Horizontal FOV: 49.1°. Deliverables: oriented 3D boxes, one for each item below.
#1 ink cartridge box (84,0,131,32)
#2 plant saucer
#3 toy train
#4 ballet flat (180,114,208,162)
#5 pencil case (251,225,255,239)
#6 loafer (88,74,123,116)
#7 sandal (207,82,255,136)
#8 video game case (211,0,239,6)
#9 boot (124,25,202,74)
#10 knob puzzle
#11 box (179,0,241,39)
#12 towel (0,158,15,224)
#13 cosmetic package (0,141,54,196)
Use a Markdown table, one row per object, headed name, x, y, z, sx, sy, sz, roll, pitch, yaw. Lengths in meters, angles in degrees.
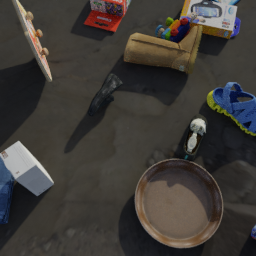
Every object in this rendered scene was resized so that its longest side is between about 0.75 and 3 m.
| name | x | y | z | sx | sy | sz | roll | pitch | yaw |
| --- | --- | --- | --- | --- | --- | --- | --- | --- | --- |
| ink cartridge box | -0.810 | -5.883 | 12.899 | 1.621 | 0.749 | 2.975 | 17 | 64 | 8 |
| plant saucer | 1.602 | 2.377 | 9.043 | 2.789 | 0.447 | 2.789 | 0 | 64 | -1 |
| toy train | 2.155 | -4.518 | 12.177 | 1.136 | 0.831 | 1.963 | 33 | 76 | 29 |
| ballet flat | 2.420 | 0.257 | 9.932 | 0.699 | 0.703 | 2.055 | 18 | 65 | 10 |
| pencil case | 4.534 | 3.526 | 8.304 | 1.751 | 0.760 | 0.683 | 41 | 61 | 17 |
| loafer | -0.842 | -1.189 | 10.520 | 0.689 | 0.667 | 1.963 | 34 | 64 | -7 |
| sandal | 4.288 | -0.702 | 10.117 | 2.886 | 1.256 | 1.147 | 31 | 66 | 12 |
| video game case | 4.466 | -6.542 | 13.563 | 1.846 | 0.164 | 1.321 | 42 | 70 | 18 |
| boot | 1.508 | -3.533 | 11.621 | 2.845 | 0.941 | 2.492 | 15 | 62 | 9 |
| knob puzzle | -3.355 | -3.173 | 10.572 | 0.439 | 3.167 | 3.167 | -21 | 66 | -6 |
| box | 3.724 | -4.951 | 12.582 | 2.671 | 0.554 | 1.590 | 14 | 64 | 9 |
| towel | -4.409 | 1.978 | 9.184 | 1.251 | 0.544 | 2.241 | -1 | 65 | 0 |
| cosmetic package | -3.073 | 1.313 | 8.688 | 0.739 | 1.995 | 1.014 | -37 | 70 | -17 |
